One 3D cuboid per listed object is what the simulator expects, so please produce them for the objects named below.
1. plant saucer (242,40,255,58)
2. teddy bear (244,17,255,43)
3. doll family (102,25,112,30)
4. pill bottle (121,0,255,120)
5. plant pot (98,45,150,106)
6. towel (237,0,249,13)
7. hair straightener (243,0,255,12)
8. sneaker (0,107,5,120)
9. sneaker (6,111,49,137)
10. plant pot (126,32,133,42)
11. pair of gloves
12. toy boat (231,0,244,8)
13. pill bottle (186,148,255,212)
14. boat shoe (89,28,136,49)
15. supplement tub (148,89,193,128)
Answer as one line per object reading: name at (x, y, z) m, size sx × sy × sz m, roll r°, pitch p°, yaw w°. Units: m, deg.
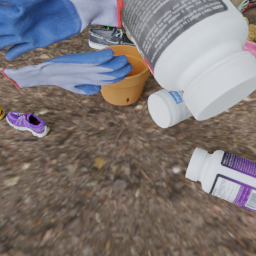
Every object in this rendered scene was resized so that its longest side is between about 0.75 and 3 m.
plant saucer at (3.874, -2.509, 9.872) m, size 1.861 × 0.472 × 1.861 m, roll 0°, pitch 46°, yaw 0°
teddy bear at (4.898, -3.633, 10.748) m, size 1.621 × 0.747 × 2.236 m, roll -16°, pitch 49°, yaw -17°
doll family at (-0.494, -4.652, 11.575) m, size 2.498 × 0.980 × 1.444 m, roll -16°, pitch 44°, yaw -18°
pill bottle at (0.897, -1.651, 4.655) m, size 1.614 × 1.614 × 2.915 m, roll -22°, pitch 71°, yaw -19°
plant pot at (-0.206, -1.510, 8.397) m, size 1.759 × 1.231 × 1.759 m, roll 1°, pitch 45°, yaw -1°
towel at (3.266, -4.710, 11.432) m, size 2.699 × 0.650 × 2.310 m, roll 10°, pitch 43°, yaw 32°
hair straightener at (5.376, -5.830, 12.964) m, size 2.391 × 0.489 × 0.920 m, roll -26°, pitch 52°, yaw -23°
sneaker at (-4.241, -0.530, 7.920) m, size 1.352 × 0.608 × 0.473 m, roll 0°, pitch 47°, yaw 0°
sneaker at (-2.749, -0.240, 7.687) m, size 1.341 × 0.559 × 0.541 m, roll 18°, pitch 49°, yaw 17°
plant pot at (0.532, -3.420, 10.593) m, size 1.244 × 0.171 × 1.244 m, roll 19°, pitch 40°, yaw -17°
pair of gloves at (-1.120, -1.196, 4.541) m, size 2.340 × 2.911 × 0.332 m, roll -7°, pitch 70°, yaw 1°
toy boat at (2.200, -3.979, 7.510) m, size 1.720 × 2.635 × 1.722 m, roll 24°, pitch 40°, yaw -33°
pill bottle at (2.241, 1.082, 6.143) m, size 1.794 × 1.000 × 1.000 m, roll 21°, pitch 50°, yaw 18°
boat shoe at (-0.430, -3.330, 10.450) m, size 2.180 × 0.739 × 0.782 m, roll 13°, pitch 48°, yaw 12°
supplement tub at (1.473, -0.744, 7.833) m, size 1.573 × 1.038 × 1.038 m, roll -25°, pitch 52°, yaw -22°
